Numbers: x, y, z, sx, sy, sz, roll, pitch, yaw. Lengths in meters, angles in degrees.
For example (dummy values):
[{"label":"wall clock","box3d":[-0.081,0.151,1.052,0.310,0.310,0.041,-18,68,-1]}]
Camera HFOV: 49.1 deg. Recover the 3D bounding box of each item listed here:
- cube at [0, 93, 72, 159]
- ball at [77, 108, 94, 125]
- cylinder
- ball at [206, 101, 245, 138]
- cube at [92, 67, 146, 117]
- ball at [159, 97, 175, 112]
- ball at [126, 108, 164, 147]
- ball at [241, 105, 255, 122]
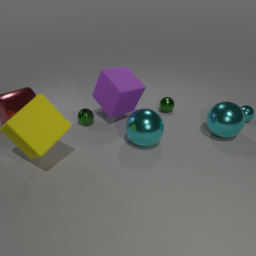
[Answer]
[{"label":"cube","box3d":[-2.949,-0.017,8.933,1.400,1.400,1.400,-50,18,-28]},{"label":"ball","box3d":[-1.757,-0.473,11.651,0.700,0.700,0.700,0,31,0]},{"label":"cylinder","box3d":[-4.567,-0.848,11.578,1.400,1.400,1.400,-27,40,-37]},{"label":"ball","box3d":[3.720,-0.318,10.681,1.400,1.400,1.400,0,31,0]},{"label":"cube","box3d":[-0.401,-1.522,11.644,1.400,1.400,1.400,-19,59,-40]},{"label":"ball","box3d":[1.765,-1.061,12.674,0.700,0.700,0.700,0,31,0]},{"label":"ball","box3d":[0.623,-0.015,10.218,1.400,1.400,1.400,0,31,0]},{"label":"ball","box3d":[5.004,-0.621,11.902,0.700,0.700,0.700,0,31,0]}]
